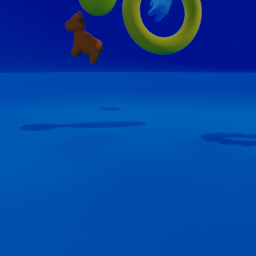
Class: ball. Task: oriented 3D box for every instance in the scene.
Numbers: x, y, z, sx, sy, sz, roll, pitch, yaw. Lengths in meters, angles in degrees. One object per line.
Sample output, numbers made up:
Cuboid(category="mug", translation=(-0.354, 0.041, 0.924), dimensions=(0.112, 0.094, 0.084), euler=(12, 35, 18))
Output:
Cuboid(category="ball", translation=(-0.720, -3.122, 6.587), dimensions=(0.903, 0.903, 0.903), euler=(0, 12, 0))

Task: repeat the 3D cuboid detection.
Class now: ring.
Cuboid(category="ring", translation=(0.872, -2.893, 6.981), dimensions=(2.068, 2.068, 0.414), euler=(-3, 9, -15))

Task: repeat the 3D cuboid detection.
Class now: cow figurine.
Cuboid(category="cow figurine", translation=(-1.066, -2.255, 6.975), dimensions=(1.085, 1.067, 0.595), euler=(20, 18, -7))
Cuboid(category="cow figurine", translation=(1.328, -4.407, 9.651), dimensions=(0.693, 1.263, 1.243), euler=(36, -41, -27))
